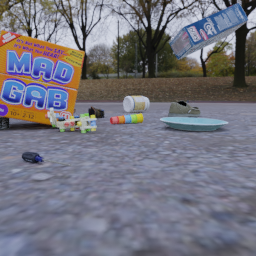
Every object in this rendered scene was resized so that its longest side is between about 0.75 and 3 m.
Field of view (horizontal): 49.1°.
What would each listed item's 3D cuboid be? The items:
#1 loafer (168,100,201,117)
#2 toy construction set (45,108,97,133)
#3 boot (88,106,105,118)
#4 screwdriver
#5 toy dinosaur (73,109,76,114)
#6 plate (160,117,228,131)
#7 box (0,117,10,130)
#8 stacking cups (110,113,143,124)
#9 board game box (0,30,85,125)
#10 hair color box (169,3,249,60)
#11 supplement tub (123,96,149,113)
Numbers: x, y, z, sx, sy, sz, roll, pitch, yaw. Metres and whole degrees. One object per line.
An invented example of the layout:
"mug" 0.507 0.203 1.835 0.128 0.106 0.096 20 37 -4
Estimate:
"loafer" 3.174 -1.044 15.343 0.996 0.923 2.649 6 9 40
"toy construction set" -1.846 -0.181 9.048 1.629 0.751 1.068 10 5 -12
"boot" -1.573 -0.856 14.891 0.873 0.673 1.802 -4 5 -16
"screwdriver" -1.371 0.570 4.706 1.348 0.196 0.188 10 12 38
"toy dinosaur" -3.123 -0.595 13.687 1.143 0.491 0.775 -14 -9 18
"plate" 2.331 -0.143 10.026 2.378 0.304 2.378 2 7 0
"box" -5.435 -0.134 9.329 1.977 0.486 2.047 1 6 15
"stacking cups" -0.066 -0.340 11.869 1.419 0.429 0.429 -8 9 -23
"board game box" -3.520 -1.711 10.743 2.790 2.790 2.792 10 3 -21
"hair color box" 3.125 -3.764 10.941 2.750 0.832 1.375 -29 -1 -17
"supplement tub" 0.597 -1.693 19.925 1.620 1.172 1.172 -5 8 -35
